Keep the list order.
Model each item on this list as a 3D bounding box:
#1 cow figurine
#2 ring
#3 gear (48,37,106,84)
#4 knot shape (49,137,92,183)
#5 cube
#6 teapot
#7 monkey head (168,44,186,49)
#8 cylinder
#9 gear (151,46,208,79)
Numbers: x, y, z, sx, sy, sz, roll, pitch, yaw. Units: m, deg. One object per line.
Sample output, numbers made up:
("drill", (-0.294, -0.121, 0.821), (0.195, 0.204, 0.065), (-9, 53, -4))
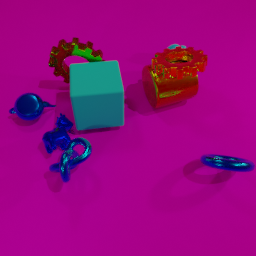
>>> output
("cow figurine", (-1.975, 0.121, 7.826), (1.059, 0.581, 1.042), (-13, 72, -46))
("ring", (2.515, 0.878, 7.128), (1.325, 1.325, 0.265), (7, 92, 4))
("gear", (-1.493, -1.905, 8.282), (1.626, 1.626, 0.301), (2, 56, 1))
("knot shape", (-1.456, 0.847, 6.906), (0.579, 1.173, 1.253), (41, 105, -11))
("cube", (-0.876, -0.926, 7.981), (1.367, 1.367, 1.367), (-6, 49, -6))
("teapot", (-2.852, -0.604, 8.328), (1.374, 0.673, 0.854), (-10, 76, -6))
("monkey head", (1.593, -2.364, 9.296), (0.670, 1.112, 0.800), (-19, 89, -27))
("cylinder", (1.239, -1.376, 8.424), (1.307, 1.307, 1.307), (-16, 60, -10))
("gear", (1.392, -1.802, 7.623), (1.467, 0.271, 1.467), (-5, 38, 4))
